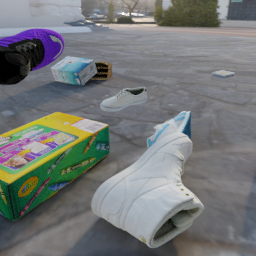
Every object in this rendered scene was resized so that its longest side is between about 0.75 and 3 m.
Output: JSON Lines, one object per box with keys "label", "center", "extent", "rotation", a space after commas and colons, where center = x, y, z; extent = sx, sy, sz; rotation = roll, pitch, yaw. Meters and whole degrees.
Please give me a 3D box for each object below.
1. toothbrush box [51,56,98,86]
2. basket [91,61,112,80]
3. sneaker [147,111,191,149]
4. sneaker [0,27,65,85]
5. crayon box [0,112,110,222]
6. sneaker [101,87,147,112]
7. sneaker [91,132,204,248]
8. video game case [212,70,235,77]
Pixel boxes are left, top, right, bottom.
{"label": "toothbrush box", "center": [-2.601, -2.795, 13.574], "extent": [1.771, 0.755, 1.297], "rotation": [15, 46, 31]}
{"label": "basket", "center": [-1.435, -2.922, 14.155], "extent": [1.153, 0.823, 0.859], "rotation": [5, 24, 11]}
{"label": "sneaker", "center": [1.205, 0.074, 7.535], "extent": [0.888, 0.841, 2.198], "rotation": [2, 20, 24]}
{"label": "sneaker", "center": [-2.317, -1.423, 5.882], "extent": [1.370, 0.958, 2.755], "rotation": [28, 40, 36]}
{"label": "crayon box", "center": [-1.955, 0.598, 6.277], "extent": [1.755, 0.861, 2.955], "rotation": [14, 28, 29]}
{"label": "sneaker", "center": [-0.078, -0.570, 5.159], "extent": [0.915, 0.324, 0.334], "rotation": [-18, 47, -17]}
{"label": "sneaker", "center": [0.825, 1.086, 5.231], "extent": [1.554, 0.990, 2.688], "rotation": [22, 42, 37]}
{"label": "video game case", "center": [5.144, -2.946, 15.085], "extent": [0.901, 0.103, 0.820], "rotation": [-17, 29, -33]}
